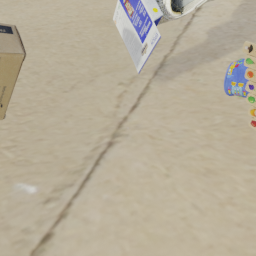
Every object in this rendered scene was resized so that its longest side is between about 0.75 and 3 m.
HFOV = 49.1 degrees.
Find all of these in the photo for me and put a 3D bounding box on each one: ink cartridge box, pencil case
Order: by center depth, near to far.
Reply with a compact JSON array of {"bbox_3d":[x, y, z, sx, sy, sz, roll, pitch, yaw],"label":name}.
[{"bbox_3d":[-2.578,-0.811,4.328,1.475,1.790,0.672,-6,61,-39],"label":"ink cartridge box"},{"bbox_3d":[3.511,-1.120,6.618,2.323,1.009,0.906,12,4,34],"label":"pencil case"},{"bbox_3d":[0.259,-2.427,6.626,0.405,1.702,1.722,-24,81,-20],"label":"ink cartridge box"}]

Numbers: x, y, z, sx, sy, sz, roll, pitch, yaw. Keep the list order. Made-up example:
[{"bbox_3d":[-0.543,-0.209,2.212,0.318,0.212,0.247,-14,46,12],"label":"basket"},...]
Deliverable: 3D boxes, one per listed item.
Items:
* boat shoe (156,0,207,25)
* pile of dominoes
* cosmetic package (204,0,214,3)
[{"bbox_3d":[1.015,-2.863,6.341,2.340,0.828,0.811,-16,37,44],"label":"boat shoe"},{"bbox_3d":[3.152,-0.658,5.686,0.370,2.325,1.812,-27,25,-32],"label":"pile of dominoes"},{"bbox_3d":[1.979,-4.404,8.255,1.425,1.185,1.192,-7,15,-20],"label":"cosmetic package"}]
